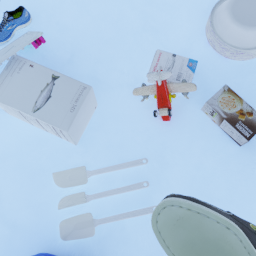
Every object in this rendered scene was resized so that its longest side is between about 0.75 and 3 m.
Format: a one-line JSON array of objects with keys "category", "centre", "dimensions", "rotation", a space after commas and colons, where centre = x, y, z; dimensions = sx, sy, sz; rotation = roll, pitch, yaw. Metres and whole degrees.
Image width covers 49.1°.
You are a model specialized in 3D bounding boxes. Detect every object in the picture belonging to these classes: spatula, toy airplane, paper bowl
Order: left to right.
[{"category": "spatula", "centre": [-0.604, 1.847, 7.617], "dimensions": [2.714, 0.218, 1.887], "rotation": [-11, 67, -5]}, {"category": "toy airplane", "centre": [1.024, -1.080, 8.059], "dimensions": [1.433, 1.011, 1.426], "rotation": [39, 119, 3]}, {"category": "paper bowl", "centre": [3.598, -3.285, 8.777], "dimensions": [2.126, 1.106, 2.126], "rotation": [0, 73, 1]}]

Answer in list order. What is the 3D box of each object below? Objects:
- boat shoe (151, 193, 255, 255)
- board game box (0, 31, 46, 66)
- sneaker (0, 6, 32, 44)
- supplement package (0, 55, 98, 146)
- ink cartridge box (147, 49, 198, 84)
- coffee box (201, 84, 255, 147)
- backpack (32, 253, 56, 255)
[{"category": "boat shoe", "centre": [1.488, 1.713, 3.765], "dimensions": [2.683, 0.808, 0.957], "rotation": [35, 110, 1]}, {"category": "board game box", "centre": [-3.519, -2.024, 8.037], "dimensions": [2.272, 2.272, 0.294], "rotation": [-40, 121, -12]}, {"category": "sneaker", "centre": [-3.897, -3.381, 9.003], "dimensions": [0.635, 0.721, 1.617], "rotation": [41, 77, 12]}, {"category": "supplement package", "centre": [-2.265, -0.752, 7.782], "dimensions": [2.425, 1.422, 1.417], "rotation": [23, 74, 7]}, {"category": "ink cartridge box", "centre": [1.340, -1.719, 8.548], "dimensions": [1.313, 0.553, 0.949], "rotation": [18, 73, 6]}, {"category": "coffee box", "centre": [3.028, -0.360, 8.068], "dimensions": [0.903, 0.629, 1.579], "rotation": [-40, 76, -12]}, {"category": "backpack", "centre": [-1.670, 3.711, 6.206], "dimensions": [2.073, 1.739, 1.684], "rotation": [19, 67, 9]}]
